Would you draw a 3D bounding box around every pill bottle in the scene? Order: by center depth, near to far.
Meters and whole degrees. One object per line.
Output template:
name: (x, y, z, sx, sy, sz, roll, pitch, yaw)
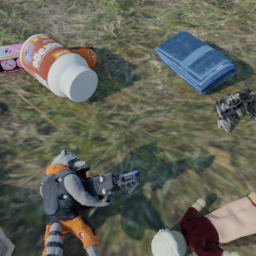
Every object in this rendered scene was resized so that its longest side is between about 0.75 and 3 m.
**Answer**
pill bottle: (-2.022, -1.749, 8.265, 1.324, 1.324, 2.360, -36, 56, -29)

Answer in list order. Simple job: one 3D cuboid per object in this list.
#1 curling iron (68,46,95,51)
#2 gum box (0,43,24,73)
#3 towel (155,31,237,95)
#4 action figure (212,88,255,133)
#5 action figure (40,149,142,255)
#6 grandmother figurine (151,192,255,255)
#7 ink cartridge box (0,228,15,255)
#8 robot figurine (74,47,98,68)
curling iron: (-1.753, -2.873, 10.144, 1.094, 0.140, 0.271, 4, 47, 4)
gum box: (-4.025, -2.308, 9.346, 1.547, 0.512, 0.878, -13, 47, -12)
towel: (2.063, -2.170, 8.862, 1.417, 0.616, 2.537, -35, 51, -4)
action figure: (2.816, -0.459, 7.239, 1.225, 1.051, 2.060, -24, -1, 21)
action figure: (-0.887, 1.376, 4.910, 2.323, 1.215, 2.247, -29, 58, 26)
grandmother figurine: (1.571, 1.965, 5.283, 2.347, 0.711, 1.423, -15, 23, -10)
ink cartridge box: (-3.549, 2.536, 4.431, 2.475, 1.038, 2.173, 8, 47, 7)
robot figurine: (-1.510, -2.300, 9.290, 1.035, 0.604, 0.745, -10, 28, -10)
